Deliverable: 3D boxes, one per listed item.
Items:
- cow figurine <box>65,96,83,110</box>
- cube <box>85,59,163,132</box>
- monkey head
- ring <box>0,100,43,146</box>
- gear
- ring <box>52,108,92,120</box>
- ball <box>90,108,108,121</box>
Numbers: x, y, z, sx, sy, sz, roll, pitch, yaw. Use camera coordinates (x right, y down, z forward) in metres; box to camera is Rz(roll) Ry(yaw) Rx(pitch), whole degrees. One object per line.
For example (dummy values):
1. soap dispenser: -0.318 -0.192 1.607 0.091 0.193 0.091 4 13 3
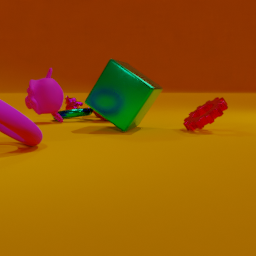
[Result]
1. cow figurine: -2.421 -0.953 11.926 1.024 0.571 1.041 17 29 16
2. cube: -0.072 -0.876 7.483 1.337 1.337 1.337 36 16 9
3. monkey head: -2.705 -0.974 9.034 1.091 1.811 1.303 -12 -1 -34
4. ring: -2.266 -0.176 5.008 1.610 0.322 1.610 26 -18 9
5. gear: 1.995 -0.361 7.266 1.185 0.219 1.185 -35 10 8
6. ring: -1.953 -0.505 9.880 1.408 0.282 1.408 -8 3 0
7. ball: -0.643 -0.934 9.586 1.386 1.386 1.386 0 8 0
